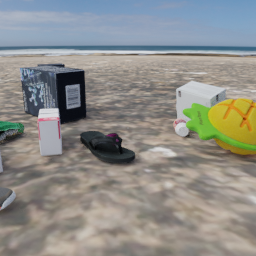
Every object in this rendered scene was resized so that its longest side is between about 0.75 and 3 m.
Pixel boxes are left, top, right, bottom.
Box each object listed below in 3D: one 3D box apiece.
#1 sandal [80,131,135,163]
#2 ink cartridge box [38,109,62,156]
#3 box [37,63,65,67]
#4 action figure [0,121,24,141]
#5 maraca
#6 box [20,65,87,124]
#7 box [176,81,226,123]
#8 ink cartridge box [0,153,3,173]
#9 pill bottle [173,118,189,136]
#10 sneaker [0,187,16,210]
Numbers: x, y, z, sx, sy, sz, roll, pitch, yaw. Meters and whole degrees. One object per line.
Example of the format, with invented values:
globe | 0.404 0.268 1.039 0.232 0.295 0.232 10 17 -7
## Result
sandal | -0.748 0.406 8.485 0.978 0.623 2.602 -13 22 -33
ink cartridge box | -2.420 0.080 8.732 0.629 1.080 1.492 -5 18 -13
box | -4.947 -3.347 18.227 1.621 1.593 1.004 -8 20 -25
action figure | -4.552 0.156 9.081 1.608 0.744 2.722 11 14 34
maraca | 3.063 -0.098 8.269 2.895 1.549 1.985 8 36 -5
box | -3.230 -1.541 12.051 2.767 2.053 1.481 16 24 41
box | 2.642 -0.755 10.230 0.983 1.496 1.504 -30 37 -32
ink cartridge box | -3.704 0.690 7.390 0.452 0.777 1.074 -13 23 -35
pill bottle | 1.897 -0.012 9.946 0.482 0.482 0.853 1 18 2
sneaker | -3.279 1.271 5.630 1.916 0.785 0.738 -1 18 -2
